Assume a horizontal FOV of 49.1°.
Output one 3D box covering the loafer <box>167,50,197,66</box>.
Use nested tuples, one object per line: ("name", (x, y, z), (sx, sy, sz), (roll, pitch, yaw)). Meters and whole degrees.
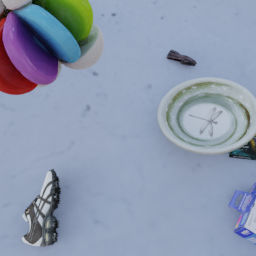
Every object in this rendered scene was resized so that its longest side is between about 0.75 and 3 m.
("loafer", (1.751, -2.233, 9.237), (1.040, 0.374, 0.328), (33, 84, 24))

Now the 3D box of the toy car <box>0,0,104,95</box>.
("toy car", (-1.950, -1.682, 5.583), (2.731, 2.390, 2.048), (-17, 50, 23))

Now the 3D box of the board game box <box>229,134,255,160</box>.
("board game box", (3.572, 0.395, 7.712), (1.544, 0.217, 1.044), (7, 60, 4))

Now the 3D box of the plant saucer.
("plant saucer", (2.154, -0.272, 7.665), (2.658, 0.667, 2.658), (-6, 50, 8))

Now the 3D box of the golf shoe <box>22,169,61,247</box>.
("golf shoe", (-2.050, 1.820, 6.595), (0.855, 0.704, 1.810), (-2, 58, -1))

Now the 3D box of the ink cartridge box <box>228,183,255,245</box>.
("ink cartridge box", (3.413, 2.089, 6.365), (2.078, 0.793, 1.418), (30, 64, 15))
